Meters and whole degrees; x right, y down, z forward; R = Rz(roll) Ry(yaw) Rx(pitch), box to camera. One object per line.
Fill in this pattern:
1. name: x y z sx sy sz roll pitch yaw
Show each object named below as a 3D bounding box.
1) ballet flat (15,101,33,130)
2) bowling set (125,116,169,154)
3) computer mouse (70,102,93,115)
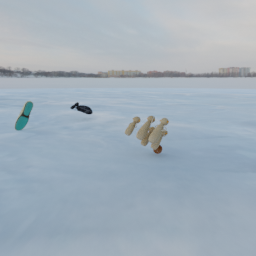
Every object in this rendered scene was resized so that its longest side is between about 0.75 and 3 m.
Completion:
1. ballet flat: -3.214 -0.382 8.672 0.338 1.002 0.313 30 -6 -35
2. bowling set: 0.508 0.124 5.749 1.048 0.563 0.730 18 -20 50
3. computer mouse: -1.742 -0.780 10.850 0.856 0.226 0.593 22 -29 -29
